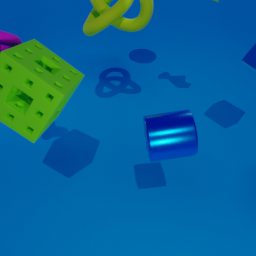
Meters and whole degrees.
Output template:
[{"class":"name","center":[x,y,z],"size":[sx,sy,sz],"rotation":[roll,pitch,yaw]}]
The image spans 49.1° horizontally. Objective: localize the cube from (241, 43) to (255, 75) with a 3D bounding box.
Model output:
[{"class":"cube","center":[3.246,-1.544,6.339],"size":[0.850,0.850,0.850],"rotation":[46,21,24]}]

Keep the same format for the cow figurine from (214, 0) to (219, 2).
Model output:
[{"class":"cow figurine","center":[1.827,-3.422,6.396],"size":[1.123,1.141,0.626],"rotation":[-10,8,20]}]

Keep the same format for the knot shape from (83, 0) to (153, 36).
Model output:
[{"class":"knot shape","center":[-0.372,-3.199,6.848],"size":[1.916,0.885,1.793],"rotation":[-14,79,19]}]

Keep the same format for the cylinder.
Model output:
[{"class":"cylinder","center":[0.635,0.118,4.307],"size":[0.717,0.717,0.717],"rotation":[-9,42,1]}]

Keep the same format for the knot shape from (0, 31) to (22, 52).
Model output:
[{"class":"knot shape","center":[-2.476,-1.538,4.645],"size":[1.243,1.328,0.614],"rotation":[44,58,-17]}]

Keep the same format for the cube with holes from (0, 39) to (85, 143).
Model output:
[{"class":"cube with holes","center":[-1.503,-0.616,4.478],"size":[1.009,1.009,1.009],"rotation":[35,27,-9]}]
